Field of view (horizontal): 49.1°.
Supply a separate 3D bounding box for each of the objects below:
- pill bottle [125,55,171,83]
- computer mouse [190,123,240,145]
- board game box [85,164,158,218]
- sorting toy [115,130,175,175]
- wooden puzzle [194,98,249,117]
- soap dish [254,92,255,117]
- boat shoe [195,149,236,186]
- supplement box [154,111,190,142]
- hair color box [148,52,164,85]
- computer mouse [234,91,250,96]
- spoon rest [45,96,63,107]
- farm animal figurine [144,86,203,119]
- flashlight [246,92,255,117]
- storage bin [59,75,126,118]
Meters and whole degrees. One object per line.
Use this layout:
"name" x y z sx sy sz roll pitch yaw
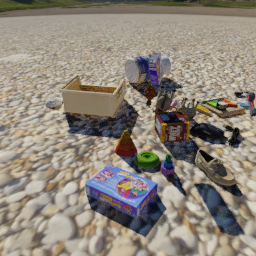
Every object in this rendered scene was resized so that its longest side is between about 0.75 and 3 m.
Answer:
"pill bottle" 1.231 -3.613 16.779 2.603 1.444 1.444 -15 32 -26
"computer mouse" 3.537 0.009 11.197 1.866 0.429 1.310 19 35 30
"board game box" -0.187 1.741 8.050 1.731 0.388 1.164 18 33 29
"sorting toy" 0.537 0.721 9.468 2.453 0.845 0.851 23 36 37
"wooden puzzle" 4.469 -1.057 13.303 2.501 0.292 1.687 -15 32 -26
"soap dish" 6.392 -0.659 11.658 2.243 1.158 2.851 9 30 16
"boat shoe" 2.722 1.230 8.858 0.570 0.516 1.599 -16 33 -27
"supplement box" 1.707 -0.074 11.007 1.108 0.746 1.124 -4 29 -8
"hair color box" 1.014 -2.126 10.086 0.333 1.029 0.562 12 58 24
"computer mouse" 6.105 -1.839 14.905 1.098 0.187 0.322 -6 11 -21
"spoon rest" -3.489 -1.475 14.028 0.780 0.476 1.569 13 45 25
"farm animal figurine" 1.810 -0.827 11.944 2.389 1.201 1.929 19 -4 -32
"flashlight" 4.553 -0.873 10.191 0.315 0.314 0.928 -3 57 6
"storage bin" -1.555 -1.636 13.431 2.522 1.182 2.504 5 30 11
